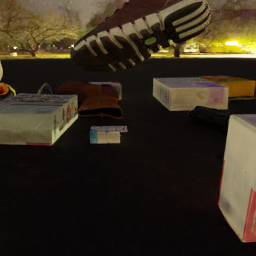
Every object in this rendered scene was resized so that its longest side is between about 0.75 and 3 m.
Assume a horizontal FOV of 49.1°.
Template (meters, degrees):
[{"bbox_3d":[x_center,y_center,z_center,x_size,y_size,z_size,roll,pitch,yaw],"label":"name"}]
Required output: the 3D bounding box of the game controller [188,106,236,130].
[{"bbox_3d":[2.829,-0.170,7.716,1.269,0.512,2.432,7,11,-33],"label":"game controller"}]

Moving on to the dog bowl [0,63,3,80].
[{"bbox_3d":[-3.249,-1.326,5.646,1.334,0.391,1.334,12,53,-17],"label":"dog bowl"}]

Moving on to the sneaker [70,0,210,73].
[{"bbox_3d":[0.094,-1.749,4.445,2.211,1.277,0.837,-15,-27,19],"label":"sneaker"}]

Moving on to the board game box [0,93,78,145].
[{"bbox_3d":[-2.512,-0.330,7.474,1.841,0.802,2.495,2,18,4],"label":"board game box"}]

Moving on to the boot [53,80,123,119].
[{"bbox_3d":[-1.495,-0.842,9.662,2.518,0.916,2.675,6,23,-6],"label":"boot"}]

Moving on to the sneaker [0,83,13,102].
[{"bbox_3d":[-4.225,-0.532,7.694,1.080,1.066,2.760,7,20,17],"label":"sneaker"}]

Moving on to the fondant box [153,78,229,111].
[{"bbox_3d":[2.286,-1.399,10.916,2.102,0.849,2.914,-2,18,-6],"label":"fondant box"}]

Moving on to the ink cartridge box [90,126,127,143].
[{"bbox_3d":[-0.456,0.156,6.718,0.863,0.288,0.500,-1,17,-3],"label":"ink cartridge box"}]

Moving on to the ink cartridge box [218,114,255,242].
[{"bbox_3d":[2.227,0.564,3.447,1.897,1.389,0.785,-1,19,-6],"label":"ink cartridge box"}]

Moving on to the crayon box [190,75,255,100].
[{"bbox_3d":[4.307,-1.862,12.647,1.857,0.743,2.925,-5,18,-16],"label":"crayon box"}]

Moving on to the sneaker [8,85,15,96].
[{"bbox_3d":[-5.102,-1.505,11.399,2.040,0.797,0.921,12,18,36],"label":"sneaker"}]

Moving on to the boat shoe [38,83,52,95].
[{"bbox_3d":[-3.000,-1.140,10.165,0.611,0.532,1.659,16,20,-23],"label":"boat shoe"}]

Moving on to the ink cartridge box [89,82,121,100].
[{"bbox_3d":[-1.094,-1.575,11.856,1.512,0.630,1.098,-2,17,-8],"label":"ink cartridge box"}]
